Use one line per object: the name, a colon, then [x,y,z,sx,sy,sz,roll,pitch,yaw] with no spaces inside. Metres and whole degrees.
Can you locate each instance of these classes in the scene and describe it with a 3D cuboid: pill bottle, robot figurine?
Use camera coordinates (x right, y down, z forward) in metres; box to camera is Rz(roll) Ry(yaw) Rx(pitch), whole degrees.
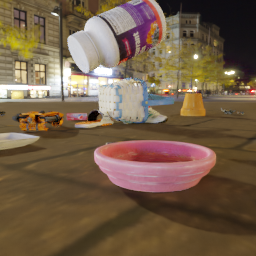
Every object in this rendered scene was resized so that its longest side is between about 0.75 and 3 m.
pill bottle: [-0.355,-2.933,9.008,2.939,1.638,1.638,-32,19,-20]
robot figurine: [-2.962,-0.259,9.576,1.535,0.616,2.117,0,6,2]

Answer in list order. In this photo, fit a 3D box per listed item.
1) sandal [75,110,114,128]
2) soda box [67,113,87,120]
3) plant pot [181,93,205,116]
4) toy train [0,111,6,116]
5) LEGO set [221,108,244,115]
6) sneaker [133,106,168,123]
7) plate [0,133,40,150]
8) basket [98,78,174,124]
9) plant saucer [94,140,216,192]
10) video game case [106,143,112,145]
sandal: [-1.214,-0.380,10.605,0.809,0.605,2.113,3,7,25]
soda box: [-2.391,-0.537,13.134,0.940,0.329,0.298,-1,7,-10]
plant pot: [3.734,-1.354,16.032,1.380,1.264,1.380,0,6,0]
toy train: [-7.151,-0.733,15.139,0.194,0.261,1.138,10,13,37]
LEGO set: [6.151,-0.889,16.560,1.333,0.378,0.866,22,21,37]
sneaker: [0.897,-0.626,11.863,1.709,0.799,0.602,5,8,41]
plate: [-2.965,0.309,6.457,1.341,0.217,1.344,4,8,40]
basket: [0.238,-1.165,11.716,2.685,1.868,2.368,-11,14,-25]
plant saucer: [0.365,0.503,3.959,1.669,0.423,1.669,1,7,0]
video game case: [-0.132,0.425,6.042,0.716,0.090,0.786,0,8,-2]
